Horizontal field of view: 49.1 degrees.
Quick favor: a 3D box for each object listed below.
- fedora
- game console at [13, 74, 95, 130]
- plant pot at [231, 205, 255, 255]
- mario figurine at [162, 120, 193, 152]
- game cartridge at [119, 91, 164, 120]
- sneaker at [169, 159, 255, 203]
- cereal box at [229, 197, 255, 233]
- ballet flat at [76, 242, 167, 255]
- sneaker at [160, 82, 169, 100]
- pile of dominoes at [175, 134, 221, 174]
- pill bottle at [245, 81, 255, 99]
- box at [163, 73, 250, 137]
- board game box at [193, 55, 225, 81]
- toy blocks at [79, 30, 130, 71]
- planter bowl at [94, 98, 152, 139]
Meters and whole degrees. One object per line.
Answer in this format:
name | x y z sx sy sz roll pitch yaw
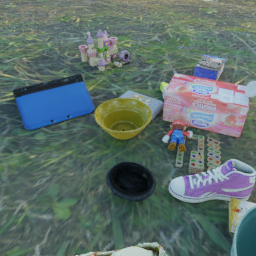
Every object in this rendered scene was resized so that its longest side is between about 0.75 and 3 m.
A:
fedora | 0.067 1.512 7.365 1.335 0.610 1.335 2 41 -1
game console | -2.903 -1.047 10.792 2.603 1.540 2.222 -17 11 -20
plant pot | 2.968 2.798 4.970 2.494 1.671 2.494 0 40 0
mario figurine | 1.606 0.302 9.001 0.796 0.683 1.289 37 38 -16
game cartridge | 0.376 -0.859 10.525 1.674 0.348 1.114 21 40 24
sneaker | 2.156 1.258 7.212 2.156 1.229 0.781 -2 41 0
cereal box | 3.141 2.208 6.621 1.417 0.280 1.019 11 26 14
ballet flat | -0.425 2.788 5.647 2.608 0.834 0.986 -10 39 -11
sneaker | 1.685 -1.489 11.155 0.647 0.467 1.232 -2 38 -3
pile of dominoes | 2.208 0.700 8.635 1.334 0.273 1.712 8 40 10
pill bottle | 4.237 -1.147 8.895 0.920 0.511 0.511 10 34 -26
box | 2.684 -0.820 9.690 2.684 1.271 1.377 13 41 16
board game box | 3.605 -2.623 12.411 1.017 0.618 1.276 19 44 21
toy blocks | -1.119 -3.843 13.135 1.772 1.596 1.896 -29 47 -31
planter bowl | -0.147 -0.175 9.302 1.875 0.781 1.875 0 39 0
